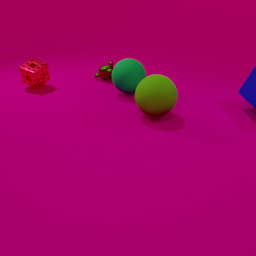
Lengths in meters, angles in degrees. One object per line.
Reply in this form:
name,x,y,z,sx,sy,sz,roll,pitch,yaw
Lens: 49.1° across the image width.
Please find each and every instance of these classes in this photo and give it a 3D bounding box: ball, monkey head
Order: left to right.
monkey head,-0.953,-2.620,12.522,0.764,0.912,1.268,10,-25,-39
ball,0.037,-2.004,10.834,1.327,1.327,1.327,0,28,0
ball,0.906,-1.032,9.035,1.364,1.364,1.364,0,28,0

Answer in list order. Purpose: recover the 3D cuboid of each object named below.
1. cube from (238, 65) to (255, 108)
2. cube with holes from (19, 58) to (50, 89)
cube,4.751,-1.258,9.133,1.358,1.358,1.358,21,25,-13
cube with holes,-3.849,-2.265,11.611,0.805,0.805,0.805,22,48,15
